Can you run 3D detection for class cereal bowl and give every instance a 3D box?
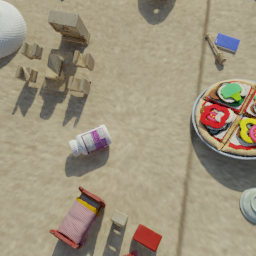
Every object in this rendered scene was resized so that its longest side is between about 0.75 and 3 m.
[{"bbox_3d":[-4.543,-3.396,9.174,2.196,0.915,2.196,0,67,1],"label":"cereal bowl"}]

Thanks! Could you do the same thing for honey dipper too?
[{"bbox_3d":[2.871,-2.669,9.251,0.239,0.239,1.258,-15,63,-6],"label":"honey dipper"}]

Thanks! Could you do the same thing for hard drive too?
[{"bbox_3d":[3.311,-2.868,9.380,0.770,0.098,0.508,22,69,9],"label":"hard drive"}]

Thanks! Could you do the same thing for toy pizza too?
[{"bbox_3d":[3.189,-0.401,7.843,2.723,0.432,2.723,-5,58,8],"label":"toy pizza"}]

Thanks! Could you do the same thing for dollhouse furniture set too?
[{"bbox_3d":[-2.008,-2.225,8.713,2.036,1.442,2.217,11,88,6],"label":"dollhouse furniture set"},{"bbox_3d":[-0.463,2.511,6.609,2.306,0.938,1.241,27,69,11],"label":"dollhouse furniture set"}]

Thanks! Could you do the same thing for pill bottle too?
[{"bbox_3d":[-1.045,0.372,7.716,1.079,0.606,0.606,-23,69,-9],"label":"pill bottle"}]

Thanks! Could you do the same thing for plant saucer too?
[{"bbox_3d":[3.387,1.980,7.227,0.933,0.234,0.933,0,67,0],"label":"plant saucer"}]
